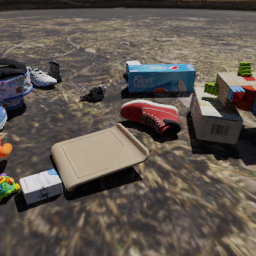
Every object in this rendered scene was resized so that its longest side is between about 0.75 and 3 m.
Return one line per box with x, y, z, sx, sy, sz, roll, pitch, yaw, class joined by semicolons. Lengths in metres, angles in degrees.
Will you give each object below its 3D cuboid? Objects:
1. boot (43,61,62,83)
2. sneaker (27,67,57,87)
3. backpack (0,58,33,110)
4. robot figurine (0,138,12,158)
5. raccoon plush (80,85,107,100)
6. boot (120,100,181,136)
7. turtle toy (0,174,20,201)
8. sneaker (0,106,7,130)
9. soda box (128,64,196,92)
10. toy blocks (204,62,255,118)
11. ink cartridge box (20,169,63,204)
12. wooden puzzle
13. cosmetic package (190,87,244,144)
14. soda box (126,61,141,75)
-3.604;-2.723;13.187;1.372;0.903;0.479;19;35;31;boot
-4.014;-2.306;12.642;1.965;0.712;0.706;19;33;29;sneaker
-4.563;-1.542;10.196;2.072;1.676;2.176;-17;38;-9;backpack
-3.781;0.523;6.933;1.430;1.159;1.988;-25;33;-4;robot figurine
-1.394;-1.487;11.359;1.124;0.544;0.753;-3;20;-4;raccoon plush
0.676;-0.274;8.906;1.960;0.710;1.414;5;30;2;boot
-2.903;1.256;6.279;0.874;0.442;0.637;20;34;32;turtle toy
-4.696;-0.193;8.298;0.961;1.091;2.446;15;31;25;sneaker
1.408;-2.145;12.031;2.802;0.951;0.899;-1;32;-2;soda box
3.831;-0.991;8.259;2.633;1.316;1.800;-1;34;-5;toy blocks
-1.951;1.300;6.301;0.799;0.343;0.585;-16;31;-25;ink cartridge box
-0.790;0.696;7.304;2.135;0.397;1.975;-21;32;-18;wooden puzzle
2.739;-0.494;9.017;1.232;0.833;2.343;7;29;1;cosmetic package
0.410;-2.692;13.452;0.643;0.601;1.888;-7;30;-12;soda box
